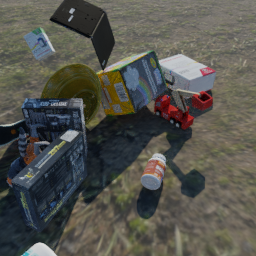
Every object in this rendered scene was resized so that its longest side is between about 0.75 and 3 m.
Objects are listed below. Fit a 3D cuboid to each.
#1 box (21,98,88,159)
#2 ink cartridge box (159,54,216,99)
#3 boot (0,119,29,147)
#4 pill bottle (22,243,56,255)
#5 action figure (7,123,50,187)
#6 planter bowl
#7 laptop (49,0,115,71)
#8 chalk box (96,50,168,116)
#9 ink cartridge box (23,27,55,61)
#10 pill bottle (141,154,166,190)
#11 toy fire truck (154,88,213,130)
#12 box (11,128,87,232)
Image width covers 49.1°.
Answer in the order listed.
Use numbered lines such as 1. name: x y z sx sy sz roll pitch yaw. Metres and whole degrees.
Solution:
1. box: -2.142 0.104 8.515 1.657 2.101 0.523 0 38 -1
2. ink cartridge box: 2.525 -2.383 12.653 1.671 0.969 2.264 -22 41 -26
3. boot: -3.959 0.284 9.105 1.915 0.694 1.382 -19 -3 -30
4. pill bottle: -2.166 3.264 5.232 1.130 1.130 2.040 29 46 32
5. action figure: -2.910 0.799 7.856 1.056 1.953 2.019 14 21 -43
6. planter bowl: -1.866 -0.945 10.292 2.623 1.092 2.623 -6 75 24
7. laptop: -1.460 -3.373 9.808 2.161 1.116 1.915 22 48 -9
8. chalk box: 0.260 -1.857 10.956 1.711 1.719 2.763 -3 26 45
9. ink cartridge box: -2.543 -2.407 8.073 0.553 0.761 0.333 -27 6 5
10. pill bottle: 0.792 1.257 8.268 0.583 0.583 1.039 12 40 15
11. toy fire truck: 1.888 -0.834 10.154 0.546 1.581 2.241 -28 46 -31
12. box: -1.893 1.295 7.282 0.559 1.728 2.191 18 42 20
